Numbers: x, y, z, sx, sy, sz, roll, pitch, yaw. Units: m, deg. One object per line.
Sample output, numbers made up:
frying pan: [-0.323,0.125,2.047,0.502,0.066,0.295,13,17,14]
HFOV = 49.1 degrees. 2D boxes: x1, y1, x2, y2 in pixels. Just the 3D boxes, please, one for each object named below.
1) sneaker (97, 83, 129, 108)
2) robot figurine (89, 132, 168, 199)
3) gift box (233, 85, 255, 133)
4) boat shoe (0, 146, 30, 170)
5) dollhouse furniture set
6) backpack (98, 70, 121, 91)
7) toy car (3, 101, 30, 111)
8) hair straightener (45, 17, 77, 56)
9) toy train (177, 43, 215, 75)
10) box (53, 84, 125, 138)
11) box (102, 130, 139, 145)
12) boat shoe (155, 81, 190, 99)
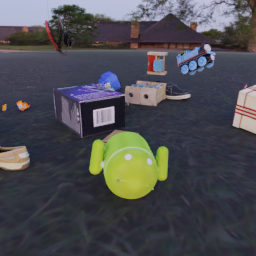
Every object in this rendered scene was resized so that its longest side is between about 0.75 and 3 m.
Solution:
sneaker: [-0.938,-1.545,13.404,1.000,1.152,2.600,-15,25,-36]
robot figurine: [0.022,0.851,6.668,1.838,1.212,2.095,9,18,-10]
gift box: [5.000,-0.681,10.523,1.744,1.610,1.629,-16,32,-39]
boat shoe: [-3.723,0.715,7.727,1.970,0.750,0.706,-1,20,-4]
dollhouse furniture set: [0.934,-2.596,14.412,1.712,2.444,1.722,8,21,22]
backpack: [-1.068,-2.666,16.773,1.103,1.068,1.314,-37,33,-14]
toy car: [-5.238,-0.911,13.127,1.186,0.582,0.395,-13,62,11]
hair straightener: [-2.132,-2.986,9.438,0.910,0.484,2.364,-18,-8,-8]
toy train: [2.541,-2.573,10.540,0.662,0.872,1.527,-2,-10,-38]
box: [-1.564,-0.798,11.026,1.929,1.360,2.607,-14,25,-33]
box: [-0.244,0.357,9.653,0.945,0.123,1.156,8,21,19]
boat shoe: [2.347,-2.110,15.532,0.958,0.799,2.567,-13,25,-37]
